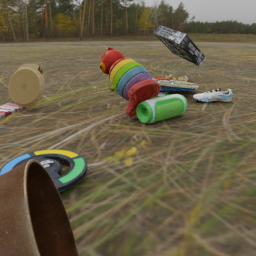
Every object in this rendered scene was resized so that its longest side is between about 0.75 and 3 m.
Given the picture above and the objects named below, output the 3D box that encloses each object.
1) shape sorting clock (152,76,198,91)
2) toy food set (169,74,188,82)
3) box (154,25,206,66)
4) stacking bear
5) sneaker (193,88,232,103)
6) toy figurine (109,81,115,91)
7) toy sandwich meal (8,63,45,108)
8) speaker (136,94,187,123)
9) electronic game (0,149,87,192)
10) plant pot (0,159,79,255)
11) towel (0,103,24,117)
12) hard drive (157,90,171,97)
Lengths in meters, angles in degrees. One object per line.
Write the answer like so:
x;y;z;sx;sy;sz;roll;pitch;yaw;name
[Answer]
1.801;-2.090;12.890;2.839;0.557;2.839;3;14;-1;shape sorting clock
2.674;-2.741;15.397;1.124;0.340;0.807;0;21;1;toy food set
1.383;-2.233;7.538;0.999;0.315;1.267;31;10;-39;box
-0.108;-1.801;9.674;1.346;1.437;2.366;-29;63;-23;stacking bear
3.452;-1.348;11.449;1.603;0.581;0.576;-3;22;-3;sneaker
-0.390;-1.931;13.140;0.939;0.496;0.563;-4;26;-7;toy figurine
-3.669;-1.542;10.315;1.646;1.646;0.564;6;0;15;toy sandwich meal
1.163;-0.661;9.364;1.769;0.782;0.782;-16;26;-34;speaker
-1.767;0.873;5.895;1.810;0.377;1.810;0;21;0;electronic game
-1.617;1.443;2.969;1.830;1.711;1.711;-19;24;-7;plant pot
-4.536;-0.683;10.302;0.933;0.147;1.296;7;22;19;towel
1.257;-1.486;12.289;0.926;0.218;1.327;8;22;21;hard drive
